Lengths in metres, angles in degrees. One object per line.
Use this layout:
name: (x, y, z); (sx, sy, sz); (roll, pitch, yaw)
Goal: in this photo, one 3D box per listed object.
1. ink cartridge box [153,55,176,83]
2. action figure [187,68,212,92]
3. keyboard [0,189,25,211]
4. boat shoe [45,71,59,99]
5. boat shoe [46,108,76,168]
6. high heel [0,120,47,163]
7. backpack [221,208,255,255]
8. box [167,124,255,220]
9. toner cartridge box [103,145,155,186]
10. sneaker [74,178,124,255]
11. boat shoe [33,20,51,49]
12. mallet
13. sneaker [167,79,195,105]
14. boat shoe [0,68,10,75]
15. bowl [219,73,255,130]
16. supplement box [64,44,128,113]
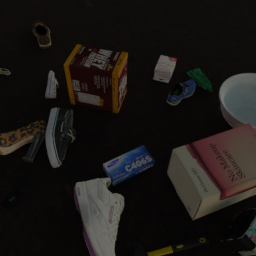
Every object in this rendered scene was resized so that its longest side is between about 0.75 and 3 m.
ink cartridge box: (1.682, -2.708, 12.827); (0.779, 0.452, 1.338); (15, 53, 11)
action figure: (3.266, -2.068, 12.383); (0.781, 0.361, 1.322); (-26, 63, -20)
keyboard: (-3.708, 2.350, 9.081); (0.453, 0.097, 0.754); (27, 57, 27)
boat shoe: (-3.262, -1.849, 12.186); (0.490, 0.540, 1.468); (7, 60, -14)
boat shoe: (-2.384, 0.185, 10.204); (0.961, 0.976, 2.709); (-8, 50, -1)
high heel: (-4.242, 0.142, 10.249); (2.393, 0.854, 1.706); (20, 59, -5)
backpack: (3.405, 2.948, 7.980); (0.949, 1.119, 1.261); (42, 55, 2)
box: (2.979, 1.338, 8.913); (2.888, 1.573, 1.846); (-17, 54, -14)
toner cartridge box: (0.034, 1.283, 9.743); (1.647, 0.355, 0.782); (-24, 56, -18)
sneaker: (-0.650, 2.671, 8.185); (1.458, 1.096, 2.928); (-15, 53, -12)
boat shoe: (-4.436, -5.044, 14.418); (0.825, 0.826, 2.234); (-20, 55, -15)
mallet: (1.126, 3.394, 8.068); (2.435, 0.501, 0.802); (-16, 59, -17)
sneaker: (2.312, -1.613, 11.792); (0.640, 0.726, 1.629); (37, 60, 25)
boat shoe: (-5.791, -2.646, 12.910); (0.767, 0.238, 0.276); (10, 53, 8)
bowl: (4.806, -0.658, 10.660); (2.927, 1.315, 2.927); (0, 52, 0)
supplement box: (-1.191, -1.944, 11.170); (2.084, 2.056, 1.384); (12, 50, 8)
